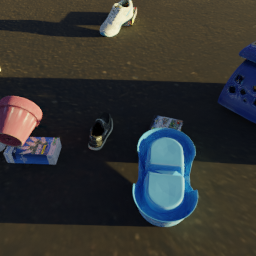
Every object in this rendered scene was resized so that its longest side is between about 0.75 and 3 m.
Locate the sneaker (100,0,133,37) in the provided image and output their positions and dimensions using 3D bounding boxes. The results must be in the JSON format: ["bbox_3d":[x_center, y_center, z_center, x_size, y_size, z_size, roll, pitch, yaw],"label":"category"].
[{"bbox_3d":[-0.686,-6.019,15.190,1.016,1.072,2.655,27,65,17],"label":"sneaker"}]

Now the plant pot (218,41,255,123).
[{"bbox_3d":[4.956,-1.632,9.277,2.574,2.314,2.573,-29,48,-34],"label":"plant pot"}]

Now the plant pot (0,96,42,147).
[{"bbox_3d":[-3.184,-0.116,7.917,1.220,1.220,1.092,5,58,5],"label":"plant pot"}]

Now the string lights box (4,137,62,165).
[{"bbox_3d":[-2.746,0.650,8.163,1.422,0.419,0.731,2,42,3],"label":"string lights box"}]

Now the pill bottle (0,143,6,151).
[{"bbox_3d":[-4.079,-0.030,8.600,0.887,0.887,1.531,-9,42,-11],"label":"pill bottle"}]

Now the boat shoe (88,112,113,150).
[{"bbox_3d":[-0.843,-0.033,8.886,0.588,0.554,1.638,6,39,9],"label":"boat shoe"}]

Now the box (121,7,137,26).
[{"bbox_3d":[-0.195,-6.746,16.842,1.231,0.388,2.238,5,41,6],"label":"box"}]

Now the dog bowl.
[{"bbox_3d":[0.925,1.200,7.096,1.502,0.668,2.694,5,49,4],"label":"dog bowl"}]

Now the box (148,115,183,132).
[{"bbox_3d":[1.068,0.305,8.658,0.967,0.305,1.756,13,42,14],"label":"box"}]
